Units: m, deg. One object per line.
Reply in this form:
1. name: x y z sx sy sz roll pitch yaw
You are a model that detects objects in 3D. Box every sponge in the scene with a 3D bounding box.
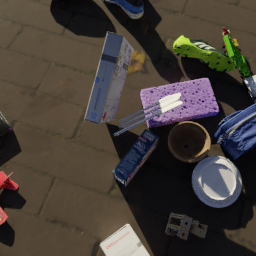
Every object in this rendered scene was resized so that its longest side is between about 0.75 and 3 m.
1. sponge: 2.079 -1.052 11.457 2.913 0.434 1.625 -11 68 -5

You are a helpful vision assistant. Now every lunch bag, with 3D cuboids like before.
1. lunch bag: 4.281 0.086 10.432 2.158 1.466 1.428 -30 70 -10

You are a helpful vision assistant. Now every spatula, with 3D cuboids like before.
1. spatula: 0.715 -0.508 9.917 2.562 1.781 0.206 -27 107 15

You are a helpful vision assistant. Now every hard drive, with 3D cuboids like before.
1. hard drive: 5.684 -1.822 11.600 1.498 0.283 1.047 -17 54 2

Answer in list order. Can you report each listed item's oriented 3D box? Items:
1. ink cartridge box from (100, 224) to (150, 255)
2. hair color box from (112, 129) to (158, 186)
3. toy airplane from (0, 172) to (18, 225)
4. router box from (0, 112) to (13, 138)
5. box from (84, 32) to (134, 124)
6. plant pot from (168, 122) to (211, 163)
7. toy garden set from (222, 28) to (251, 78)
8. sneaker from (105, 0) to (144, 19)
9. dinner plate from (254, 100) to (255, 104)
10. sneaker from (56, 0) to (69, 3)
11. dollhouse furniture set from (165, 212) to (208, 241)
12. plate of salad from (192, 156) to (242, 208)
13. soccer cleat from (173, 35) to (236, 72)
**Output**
1. ink cartridge box: -0.010 4.178 9.196 1.175 0.684 1.614 -32 73 -12
2. hair color box: 0.286 1.098 10.267 0.608 1.005 2.009 34 72 13
3. toy airplane: -4.900 2.402 10.071 2.081 0.383 2.081 1 71 -4
4. router box: -5.414 -0.180 11.138 1.031 0.353 1.382 -37 73 -14
5. box: -0.598 -1.679 10.048 0.602 2.278 2.922 16 98 8
6. plant pot: 2.260 0.613 10.619 1.573 0.726 1.573 0 67 0
7. toy garden set: 4.320 -3.206 11.640 0.439 2.202 1.835 -23 63 33
8. sneaker: -0.384 -6.469 13.026 1.089 1.578 2.836 -41 74 -15
9. dinner plate: 6.693 -1.133 11.563 2.834 0.343 2.834 0 67 -1
10. sneaker: -2.864 -6.496 13.476 2.628 0.922 1.024 15 76 10
11. dollhouse furniture set: 1.992 3.473 9.581 1.075 0.758 0.753 30 69 -20
12. plate of salad: 3.210 1.944 10.195 1.846 0.443 1.846 1 76 -4
13. soccer cleat: 3.373 -3.309 12.150 2.809 0.948 1.138 23 55 9
